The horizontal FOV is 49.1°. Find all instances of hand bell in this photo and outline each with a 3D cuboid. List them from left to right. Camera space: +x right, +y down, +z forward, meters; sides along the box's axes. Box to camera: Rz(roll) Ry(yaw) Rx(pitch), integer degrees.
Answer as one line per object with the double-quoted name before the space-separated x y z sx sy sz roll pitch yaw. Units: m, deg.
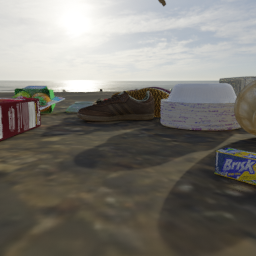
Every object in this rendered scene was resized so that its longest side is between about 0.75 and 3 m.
"hand bell" 2.555 -0.007 4.830 1.310 1.310 2.516 3 21 18

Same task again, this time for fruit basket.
"fruit basket" -3.803 -1.017 10.596 2.119 1.073 2.288 2 12 12

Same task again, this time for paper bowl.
"paper bowl" 2.064 -0.661 7.881 2.288 1.190 2.288 0 10 0

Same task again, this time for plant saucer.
"plant saucer" -1.805 -0.899 11.877 1.653 0.415 1.653 1 9 0

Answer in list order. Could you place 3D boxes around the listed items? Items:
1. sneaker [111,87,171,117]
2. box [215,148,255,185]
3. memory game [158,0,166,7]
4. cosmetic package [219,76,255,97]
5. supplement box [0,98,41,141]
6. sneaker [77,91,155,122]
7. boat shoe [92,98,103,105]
"sneaker" 0.785 -1.068 10.671 2.968 1.112 1.337 8 17 38
"box" 1.506 0.478 3.318 0.296 0.322 0.920 -7 11 -38
"memory game" 0.638 -3.538 6.968 0.073 1.147 1.147 -33 4 10
"cosmetic package" 5.057 -1.496 12.250 1.263 1.497 2.896 0 10 -1
"supplement box" -3.159 -0.251 6.377 1.465 0.820 2.692 0 8 2
"sneaker" -0.374 -0.732 9.025 2.518 0.951 0.887 -2 9 -16
"boat shoe" -1.066 -0.886 11.017 0.535 0.482 1.484 28 17 9
